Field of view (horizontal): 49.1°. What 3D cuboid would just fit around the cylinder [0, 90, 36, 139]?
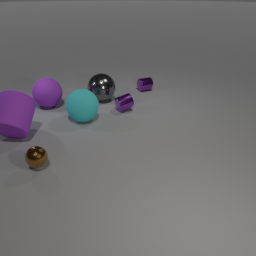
[{"bbox_3d":[-4.348,-0.499,10.631,1.400,1.400,1.400,4,65,7],"label":"cylinder"}]

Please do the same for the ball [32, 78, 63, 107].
[{"bbox_3d":[-3.835,-1.684,13.341,1.400,1.400,1.400,0,28,0],"label":"ball"}]

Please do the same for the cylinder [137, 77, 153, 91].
[{"bbox_3d":[0.945,-2.425,15.518,0.700,0.700,0.700,-11,30,-20],"label":"cylinder"}]

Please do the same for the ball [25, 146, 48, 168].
[{"bbox_3d":[-2.939,0.928,8.992,0.700,0.700,0.700,0,28,0],"label":"ball"}]

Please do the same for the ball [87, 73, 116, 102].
[{"bbox_3d":[-1.325,-2.025,14.023,1.400,1.400,1.400,0,28,0],"label":"ball"}]

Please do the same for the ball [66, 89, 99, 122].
[{"bbox_3d":[-1.957,-0.964,12.033,1.400,1.400,1.400,0,28,0],"label":"ball"}]

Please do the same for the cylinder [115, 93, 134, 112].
[{"bbox_3d":[-0.171,-1.189,13.073,0.700,0.700,0.700,-23,34,-17],"label":"cylinder"}]
